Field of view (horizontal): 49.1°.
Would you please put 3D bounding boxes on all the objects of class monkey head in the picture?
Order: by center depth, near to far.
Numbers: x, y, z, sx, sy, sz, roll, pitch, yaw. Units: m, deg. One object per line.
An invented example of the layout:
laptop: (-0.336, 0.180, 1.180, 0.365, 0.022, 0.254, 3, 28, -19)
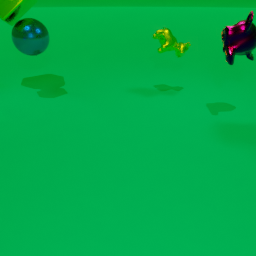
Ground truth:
monkey head: (2.740, -2.034, 6.773, 0.871, 1.446, 1.040, -6, 56, 21)

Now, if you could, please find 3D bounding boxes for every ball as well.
ball: (-3.225, -3.016, 9.300, 1.203, 1.203, 1.203, 0, 26, 0)

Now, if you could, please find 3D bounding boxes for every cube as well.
cube: (-3.737, -4.114, 8.599, 1.250, 1.250, 1.250, -44, 16, 1)

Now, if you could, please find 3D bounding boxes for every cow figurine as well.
cow figurine: (1.436, -2.778, 9.063, 1.066, 1.084, 0.595, -22, 1, -16)
